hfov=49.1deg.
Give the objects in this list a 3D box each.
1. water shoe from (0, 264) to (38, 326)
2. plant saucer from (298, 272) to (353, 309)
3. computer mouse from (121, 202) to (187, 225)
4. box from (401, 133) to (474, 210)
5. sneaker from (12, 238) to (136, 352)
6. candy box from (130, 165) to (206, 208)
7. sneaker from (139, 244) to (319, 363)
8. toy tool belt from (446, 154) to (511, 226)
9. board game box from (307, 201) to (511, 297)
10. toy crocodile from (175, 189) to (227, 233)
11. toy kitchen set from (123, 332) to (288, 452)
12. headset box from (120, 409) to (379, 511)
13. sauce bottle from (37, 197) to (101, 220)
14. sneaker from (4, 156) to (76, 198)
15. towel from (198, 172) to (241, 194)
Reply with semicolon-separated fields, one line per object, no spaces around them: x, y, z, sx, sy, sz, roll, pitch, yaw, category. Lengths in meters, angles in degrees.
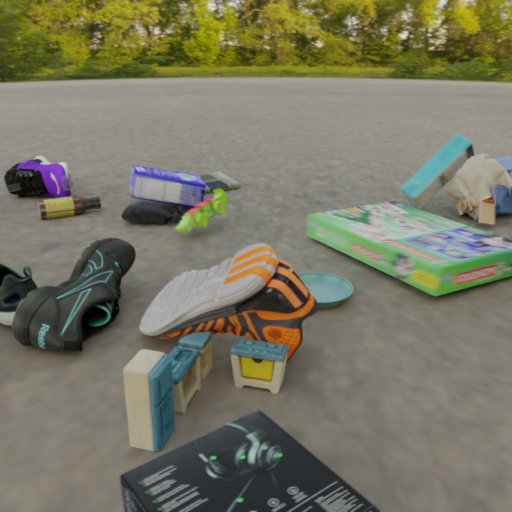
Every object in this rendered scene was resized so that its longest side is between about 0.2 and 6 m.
-3.906;0.409;8.113;2.152;0.849;0.769;5;22;25;water shoe
0.956;0.559;8.737;1.093;0.196;1.093;0;23;0;plant saucer
-2.181;-0.962;12.058;1.429;0.377;0.989;1;18;-4;computer mouse
4.051;-1.866;12.472;0.422;1.717;0.707;49;7;31;box
-2.305;0.581;8.025;0.980;0.932;2.472;16;34;13;sneaker
-2.081;-1.614;12.965;1.627;0.627;1.376;9;15;-14;candy box
-0.327;0.865;7.102;2.592;1.452;1.005;-20;35;44;sneaker
5.545;-1.376;12.284;2.417;1.509;1.485;-11;57;-18;toy tool belt
2.810;-0.279;10.201;2.261;0.489;3.360;-11;24;-28;board game box
-1.081;-0.892;11.345;0.490;0.448;1.452;-6;26;47;toy crocodile
-0.446;1.279;5.998;1.277;0.939;1.594;6;24;15;toy kitchen set
-0.120;2.061;4.345;1.391;0.741;1.598;-17;27;-34;headset box
-4.159;-1.095;12.498;1.344;0.435;0.435;-9;24;-27;sauce bottle
-5.401;-1.787;13.717;1.291;0.903;2.596;-23;27;-33;sneaker
-1.225;-1.902;14.803;1.260;0.226;1.309;-15;28;-25;towel
